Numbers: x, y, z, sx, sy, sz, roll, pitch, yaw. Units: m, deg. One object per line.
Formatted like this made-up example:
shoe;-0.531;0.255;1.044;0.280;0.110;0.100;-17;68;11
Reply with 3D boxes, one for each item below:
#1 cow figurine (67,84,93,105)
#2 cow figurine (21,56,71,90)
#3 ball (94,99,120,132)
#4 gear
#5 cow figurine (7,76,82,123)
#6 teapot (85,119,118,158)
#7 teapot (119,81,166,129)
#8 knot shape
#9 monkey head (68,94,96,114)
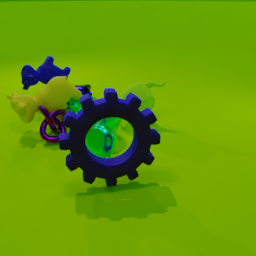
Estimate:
cow figurine;-1.967;-1.063;9.438;1.504;0.826;1.480;-5;15;6
cow figurine;-2.968;-1.819;10.055;1.605;0.881;1.579;28;54;-19
ball;-0.768;-0.229;7.566;1.115;1.115;1.115;0;27;0
gear;-0.347;0.215;5.531;1.932;1.932;0.357;-5;21;-10
cow figurine;-2.394;-0.855;7.994;1.693;1.721;0.945;30;9;-46
teapot;-0.586;0.258;6.602;0.808;1.299;0.636;-14;-7;31
teapot;0.350;-0.758;8.256;0.911;1.860;1.156;40;4;26
knot shape;-2.034;-0.072;7.631;0.517;1.119;1.047;-22;59;23
monkey head;-1.376;-0.622;8.685;0.939;0.787;1.306;0;38;18
